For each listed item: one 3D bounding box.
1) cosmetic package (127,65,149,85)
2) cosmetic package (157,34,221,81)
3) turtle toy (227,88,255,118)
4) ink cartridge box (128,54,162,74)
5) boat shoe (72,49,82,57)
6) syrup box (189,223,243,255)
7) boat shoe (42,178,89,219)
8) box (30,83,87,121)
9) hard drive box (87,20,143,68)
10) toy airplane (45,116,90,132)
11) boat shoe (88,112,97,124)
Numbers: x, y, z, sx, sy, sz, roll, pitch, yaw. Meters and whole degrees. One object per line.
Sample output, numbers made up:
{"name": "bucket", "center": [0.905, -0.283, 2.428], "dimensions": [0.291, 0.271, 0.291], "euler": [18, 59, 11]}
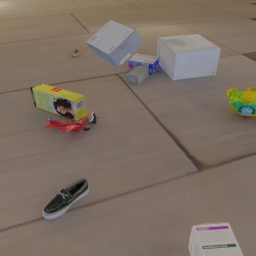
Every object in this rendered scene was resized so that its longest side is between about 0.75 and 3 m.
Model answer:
{"name": "cosmetic package", "center": [0.530, -2.774, 14.628], "dimensions": [0.680, 0.574, 1.272], "euler": [15, 41, 25]}
{"name": "cosmetic package", "center": [3.218, -3.960, 15.411], "dimensions": [2.546, 1.570, 2.554], "euler": [-9, 38, -12]}
{"name": "turtle toy", "center": [5.300, -1.023, 11.619], "dimensions": [2.330, 1.178, 1.698], "euler": [-2, 12, -7]}
{"name": "ink cartridge box", "center": [1.019, -3.565, 15.623], "dimensions": [1.715, 0.655, 1.170], "euler": [13, 37, 20]}
{"name": "boat shoe", "center": [-3.173, -4.769, 17.554], "dimensions": [0.340, 0.361, 0.948], "euler": [14, 38, 19]}
{"name": "syrup box", "center": [2.049, 3.261, 5.910], "dimensions": [0.950, 0.919, 2.333], "euler": [-2, 35, -3]}
{"name": "boat shoe", "center": [-1.798, 1.950, 8.052], "dimensions": [0.563, 0.554, 1.563], "euler": [26, 43, 32]}
{"name": "box", "center": [-2.968, -1.139, 11.841], "dimensions": [2.621, 0.986, 0.657], "euler": [18, 37, 31]}
{"name": "hard drive box", "center": [-0.461, -2.809, 9.216], "dimensions": [1.201, 0.592, 1.540], "euler": [-45, 46, -5]}
{"name": "toy airplane", "center": [-2.407, -0.106, 11.019], "dimensions": [1.933, 0.355, 1.933], "euler": [7, 21, -3]}
{"name": "boat shoe", "center": [-1.439, -0.421, 11.585], "dimensions": [0.278, 0.341, 0.922], "euler": [36, 9, -21]}
